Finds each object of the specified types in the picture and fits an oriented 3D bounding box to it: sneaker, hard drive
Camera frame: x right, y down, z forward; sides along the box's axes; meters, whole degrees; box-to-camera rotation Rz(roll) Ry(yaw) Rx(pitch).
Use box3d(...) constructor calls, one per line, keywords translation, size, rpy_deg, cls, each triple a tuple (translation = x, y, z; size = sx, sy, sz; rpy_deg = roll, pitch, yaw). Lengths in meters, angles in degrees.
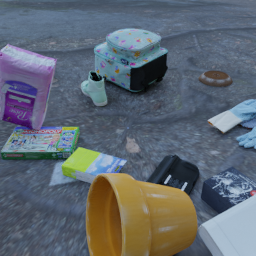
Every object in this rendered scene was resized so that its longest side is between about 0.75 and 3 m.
box3d(translation=(-1.338, -1.776, 10.933), size=(0.733, 1.175, 1.992), rpy_deg=(-16, 34, -22), cls="sneaker")
box3d(translation=(2.843, 2.046, 5.136), size=(2.684, 0.353, 1.770), rpy_deg=(-18, 57, -25), cls="hard drive")

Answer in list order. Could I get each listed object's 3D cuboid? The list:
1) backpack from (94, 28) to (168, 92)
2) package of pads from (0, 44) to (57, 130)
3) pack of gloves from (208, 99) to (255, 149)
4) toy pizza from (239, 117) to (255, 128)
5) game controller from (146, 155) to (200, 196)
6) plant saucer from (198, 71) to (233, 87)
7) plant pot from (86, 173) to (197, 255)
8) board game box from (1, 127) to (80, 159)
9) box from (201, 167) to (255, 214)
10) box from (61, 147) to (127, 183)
box3d(translation=(-0.028, -3.013, 12.014), size=(2.876, 2.204, 2.528), rpy_deg=(19, 43, 34), cls="backpack")
box3d(translation=(-2.947, -1.098, 7.974), size=(1.395, 2.315, 0.876), rpy_deg=(17, 41, -11), cls="package of pads")
box3d(translation=(4.015, -0.092, 9.005), size=(2.170, 0.428, 1.823), rpy_deg=(-26, 44, -14), cls="pack of gloves")
box3d(translation=(4.069, -0.198, 9.406), size=(0.835, 0.132, 0.835), rpy_deg=(-1, 33, 1), cls="toy pizza")
box3d(translation=(1.028, 1.353, 6.806), size=(1.026, 0.414, 1.967), rpy_deg=(29, 41, 16), cls="game controller")
box3d(translation=(3.943, -2.267, 12.572), size=(1.500, 0.274, 1.500), rpy_deg=(0, 33, 0), cls="plant saucer")
box3d(translation=(0.273, 1.701, 5.100), size=(1.626, 1.776, 1.776), rpy_deg=(3, 29, -26), cls="plant pot")
box3d(translation=(-2.518, 0.419, 8.283), size=(1.976, 0.288, 1.330), rpy_deg=(0, 33, 0), cls="board game box")
box3d(translation=(2.383, 1.514, 6.280), size=(0.974, 0.557, 1.070), rpy_deg=(-20, 37, -27), cls="box")
box3d(translation=(-0.860, 1.014, 7.268), size=(1.468, 0.350, 0.895), rpy_deg=(13, 34, 19), cls="box")
